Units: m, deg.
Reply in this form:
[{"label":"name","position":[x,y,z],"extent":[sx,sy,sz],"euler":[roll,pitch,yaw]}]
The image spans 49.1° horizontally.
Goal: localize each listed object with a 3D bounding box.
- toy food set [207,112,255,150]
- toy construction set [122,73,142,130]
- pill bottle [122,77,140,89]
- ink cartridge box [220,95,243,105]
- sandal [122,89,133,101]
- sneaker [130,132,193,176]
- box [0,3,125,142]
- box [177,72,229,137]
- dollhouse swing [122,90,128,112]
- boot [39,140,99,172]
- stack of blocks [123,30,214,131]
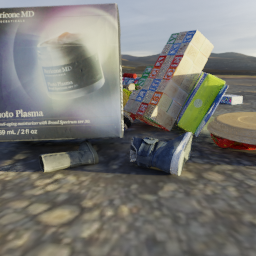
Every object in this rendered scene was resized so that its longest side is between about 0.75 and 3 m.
[{"label":"toy food set","position":[3.201,0.132,6.432],"extent":[2.684,0.653,2.656],"euler":[4,14,21]},{"label":"toy construction set","position":[-0.468,-0.818,8.048],"extent":[1.394,1.671,1.284],"euler":[32,-7,-38]},{"label":"pill bottle","position":[0.549,-1.740,13.144],"extent":[2.098,1.254,1.254],"euler":[12,18,42]},{"label":"ink cartridge box","position":[4.930,-1.394,13.563],"extent":[0.678,0.379,0.994],"euler":[-6,16,-22]},{"label":"sandal","position":[0.729,-1.354,11.683],"extent":[2.484,0.987,1.082],"euler":[7,17,17]},{"label":"sneaker","position":[0.659,0.378,5.544],"extent":[1.109,0.584,1.535],"euler":[8,16,22]},{"label":"box","position":[-1.502,-1.095,6.259],"extent":[2.756,2.734,1.698],"euler":[-3,-1,1]},{"label":"box","position":[2.073,-0.831,8.376],"extent":[0.635,1.625,2.666],"euler":[28,15,1]},{"label":"dollhouse swing","position":[-0.628,-0.631,9.971],"extent":[1.320,1.161,1.200],"euler":[-4,46,27]},{"label":"boot","position":[-1.191,0.553,5.460],"extent":[1.047,0.380,0.952],"euler":[-12,15,-20]},{"label":"stack of blocks","position":[1.171,-1.468,8.516],"extent":[0.827,2.825,1.627],"euler":[30,-3,-31]}]
